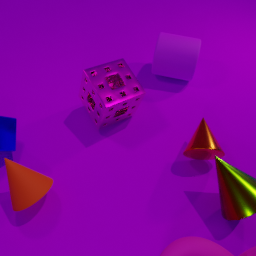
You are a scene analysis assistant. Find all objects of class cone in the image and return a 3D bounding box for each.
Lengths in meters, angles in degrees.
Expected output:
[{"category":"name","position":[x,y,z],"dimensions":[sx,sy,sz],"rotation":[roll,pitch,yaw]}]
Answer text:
[{"category":"cone","position":[-2.281,1.021,5.883],"dimensions":[1.001,1.004,1.001],"rotation":[-27,20,10]},{"category":"cone","position":[2.132,1.063,5.797],"dimensions":[1.166,1.166,1.171],"rotation":[-34,90,-25]},{"category":"cone","position":[1.826,0.183,6.781],"dimensions":[0.964,0.964,0.967],"rotation":[4,69,3]}]

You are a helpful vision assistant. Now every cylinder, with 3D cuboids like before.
[{"category":"cylinder","position":[1.475,-2.197,8.657],"dimensions":[1.274,1.274,1.274],"rotation":[12,51,6]}]

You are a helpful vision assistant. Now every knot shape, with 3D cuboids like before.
[{"category":"knot shape","position":[1.333,2.336,4.420],"dimensions":[1.861,1.989,0.919],"rotation":[7,53,-6]}]

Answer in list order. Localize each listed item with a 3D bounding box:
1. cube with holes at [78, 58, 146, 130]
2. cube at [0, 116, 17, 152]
[{"category":"cube with holes","position":[-0.465,-0.885,7.415],"dimensions":[1.177,1.177,1.177],"rotation":[-23,71,-26]},{"category":"cube","position":[-3.281,0.152,6.708],"dimensions":[0.824,0.824,0.824],"rotation":[-4,83,28]}]
